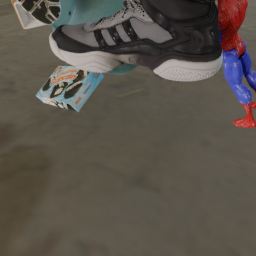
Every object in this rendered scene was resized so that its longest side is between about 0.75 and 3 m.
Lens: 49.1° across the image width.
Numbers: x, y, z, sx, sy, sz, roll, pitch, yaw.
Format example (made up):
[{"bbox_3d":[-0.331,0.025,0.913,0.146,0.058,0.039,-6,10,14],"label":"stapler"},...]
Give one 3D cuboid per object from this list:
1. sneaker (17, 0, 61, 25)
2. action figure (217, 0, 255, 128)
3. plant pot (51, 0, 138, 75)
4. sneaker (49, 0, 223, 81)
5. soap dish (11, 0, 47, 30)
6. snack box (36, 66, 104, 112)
[{"bbox_3d":[-2.156,-2.976,5.819,0.759,1.881,0.785,-45,14,-1],"label":"sneaker"},{"bbox_3d":[1.644,-1.326,5.155,0.898,2.751,1.362,-45,37,-22],"label":"action figure"},{"bbox_3d":[-0.890,-3.017,7.497,1.986,2.948,2.948,-1,28,-41],"label":"plant pot"},{"bbox_3d":[0.033,-1.758,4.299,2.940,1.673,1.109,12,41,17],"label":"sneaker"},{"bbox_3d":[-2.859,-3.759,8.842,1.297,1.020,0.527,-16,53,-7],"label":"soap dish"},{"bbox_3d":[-1.492,-1.028,6.925,1.827,0.339,1.062,15,67,47],"label":"snack box"}]
